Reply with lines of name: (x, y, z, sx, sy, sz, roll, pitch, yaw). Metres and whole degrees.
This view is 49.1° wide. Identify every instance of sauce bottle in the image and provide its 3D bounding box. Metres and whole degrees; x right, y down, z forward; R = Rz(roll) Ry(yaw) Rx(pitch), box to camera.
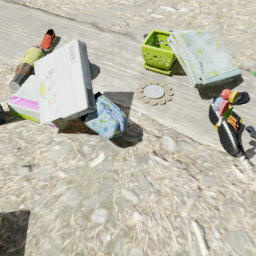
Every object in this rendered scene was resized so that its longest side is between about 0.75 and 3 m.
sauce bottle: (-4.452, -2.659, 12.413, 0.849, 0.849, 2.623, 7, 47, 6)

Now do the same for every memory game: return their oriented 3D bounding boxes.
memory game: (1.104, -1.512, 11.877, 1.640, 0.104, 1.640, 0, 49, 0)

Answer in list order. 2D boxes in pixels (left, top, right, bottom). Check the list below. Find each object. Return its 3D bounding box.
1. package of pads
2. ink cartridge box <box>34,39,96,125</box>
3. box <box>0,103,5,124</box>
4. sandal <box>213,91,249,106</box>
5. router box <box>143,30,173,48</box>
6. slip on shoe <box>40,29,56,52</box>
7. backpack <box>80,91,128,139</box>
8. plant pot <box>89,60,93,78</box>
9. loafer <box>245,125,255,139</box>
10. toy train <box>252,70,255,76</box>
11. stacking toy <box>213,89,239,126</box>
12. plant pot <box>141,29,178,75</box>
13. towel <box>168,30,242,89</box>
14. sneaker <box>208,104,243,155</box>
package of pads: (-3.202, -1.094, 10.982, 2.364, 0.806, 1.826, 15, 53, 13)
ink cartridge box: (-2.242, -1.498, 9.727, 2.150, 0.539, 2.477, -17, 77, 31)
box: (-5.361, -0.663, 10.372, 1.214, 1.193, 0.752, -15, 50, -13)
sandal: (4.266, -1.199, 11.426, 1.624, 0.348, 0.617, -15, 50, -13)
router box: (1.680, -4.331, 14.150, 1.580, 0.491, 1.184, -11, 49, -9)
slip on shoe: (-4.105, -4.452, 14.240, 0.650, 0.537, 1.756, 7, 50, 4)
backpack: (-0.774, -0.307, 9.659, 1.564, 1.276, 1.203, 34, 20, -4)
plant pot: (-2.540, -2.904, 12.358, 1.872, 1.261, 1.872, 0, 48, 0)
loafer: (4.572, 0.236, 10.200, 0.287, 0.278, 0.818, -16, 45, -8)
toy train: (6.080, -2.655, 12.849, 1.028, 0.215, 0.290, -30, 44, -24)
stacking toy: (2.537, -0.580, 7.543, 0.384, 0.823, 0.909, 31, 49, 31)
plant pot: (1.528, -3.365, 12.671, 1.540, 1.404, 1.548, 19, 51, 16)
towel: (3.281, -3.007, 11.818, 2.986, 0.719, 2.556, -16, 75, -36)
sneaker: (3.745, -0.083, 10.102, 1.048, 0.815, 2.329, -9, 46, -4)
